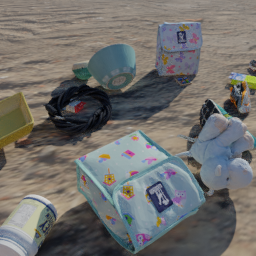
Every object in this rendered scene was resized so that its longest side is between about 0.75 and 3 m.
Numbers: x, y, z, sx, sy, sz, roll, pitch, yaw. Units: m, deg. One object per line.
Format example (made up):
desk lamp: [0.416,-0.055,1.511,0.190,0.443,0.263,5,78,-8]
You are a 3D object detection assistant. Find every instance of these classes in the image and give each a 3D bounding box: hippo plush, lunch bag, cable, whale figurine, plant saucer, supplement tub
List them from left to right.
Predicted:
plant saucer: [-4.822,-0.034,10.495,2.613,0.633,2.612,-29,41,-11]
supplement tub: [-2.507,2.492,6.867,1.052,1.052,1.450,10,35,14]
cable: [-1.875,-0.882,11.863,2.969,0.754,2.422,-25,52,-35]
whale figurine: [-2.353,-3.184,15.496,1.478,0.964,1.857,-10,11,1]
lunch bag: [0.274,1.619,7.543,2.443,1.749,2.868,-23,43,-29]
lunch bag: [2.740,-4.364,15.401,2.319,2.735,1.738,-3,34,-6]
hippo plush: [2.778,0.822,8.530,2.445,1.948,1.966,3,34,3]

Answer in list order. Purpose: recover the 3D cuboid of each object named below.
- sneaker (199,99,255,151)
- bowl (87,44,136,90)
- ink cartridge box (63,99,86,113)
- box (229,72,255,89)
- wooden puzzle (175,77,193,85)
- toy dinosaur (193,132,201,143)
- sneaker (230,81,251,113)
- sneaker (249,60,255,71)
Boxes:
sneaker: [3.781,-0.080,10.908,1.164,1.133,2.924,4,35,-27]
bowl: [-0.594,-2.790,13.734,2.499,2.499,1.307,-15,67,-20]
ink cartridge box: [-2.407,-0.989,12.606,0.960,0.323,0.558,15,37,20]
box: [6.127,-2.512,14.804,1.484,0.354,0.905,18,38,24]
wooden puzzle: [2.991,-2.547,15.020,0.695,0.174,0.751,-14,37,-18]
toy dinosaur: [2.767,0.502,10.377,0.854,0.642,1.258,7,51,36]
sneaker: [5.111,-1.348,12.849,0.839,0.850,2.172,-13,30,30]
sneaker: [7.612,-3.587,16.141,0.677,0.627,1.678,-5,34,-7]
